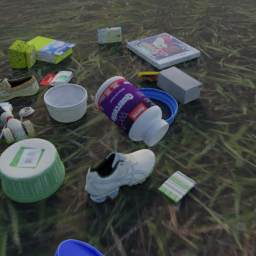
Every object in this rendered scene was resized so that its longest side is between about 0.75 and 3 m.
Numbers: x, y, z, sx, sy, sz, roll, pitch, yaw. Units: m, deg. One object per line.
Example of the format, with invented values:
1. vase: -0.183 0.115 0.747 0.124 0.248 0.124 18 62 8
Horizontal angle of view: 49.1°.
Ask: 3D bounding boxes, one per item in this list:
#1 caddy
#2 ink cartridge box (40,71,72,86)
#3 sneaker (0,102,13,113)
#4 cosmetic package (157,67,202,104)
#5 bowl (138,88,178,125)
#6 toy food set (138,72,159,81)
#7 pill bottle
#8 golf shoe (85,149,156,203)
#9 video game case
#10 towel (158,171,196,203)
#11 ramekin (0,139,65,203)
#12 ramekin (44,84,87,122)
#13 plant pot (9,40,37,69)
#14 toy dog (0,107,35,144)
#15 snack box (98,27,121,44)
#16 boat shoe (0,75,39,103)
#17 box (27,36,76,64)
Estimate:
1. caddy: -0.947 3.354 4.819 2.700 1.417 1.909 34 30 30
2. ink cartridge box: -3.118 -2.168 12.131 1.158 0.290 0.932 9 41 8
3. sneaker: -4.448 -0.704 10.358 0.393 0.345 0.980 -23 45 -29
4. cosmetic package: 2.044 -1.745 11.295 0.902 0.762 1.690 -22 48 -23
5. bowl: 0.686 -0.687 10.261 2.220 0.436 2.220 0 40 0
6. toy food set: 0.988 -2.198 12.046 1.128 0.369 0.664 1 20 12
7. pill bottle: 0.117 -0.435 7.586 1.124 1.124 1.999 -33 65 -33
8. golf shoe: -0.109 1.059 7.686 2.357 1.146 0.923 -30 46 -32
9. video game case: 1.760 -3.997 14.225 2.572 0.324 2.822 -22 45 -24
10. towel: 1.364 1.640 7.798 0.670 0.138 0.898 31 52 34
11. ramekin: -2.706 1.100 7.828 1.762 0.861 1.762 0 40 0
12. ramekin: -2.213 -0.875 10.200 1.525 0.800 1.525 0 40 0
13. plant pot: -4.833 -3.381 13.013 0.922 1.016 1.011 8 42 1
14. toy dog: -3.649 0.111 9.203 1.251 0.914 1.897 -12 27 -10
15. snack box: -0.978 -4.974 15.057 1.251 0.727 0.232 -10 42 -12
16. boat shoe: -4.736 -1.595 11.069 2.284 0.758 0.845 -18 44 -20
17. box: -3.925 -3.868 13.879 2.375 0.566 1.448 17 43 19
